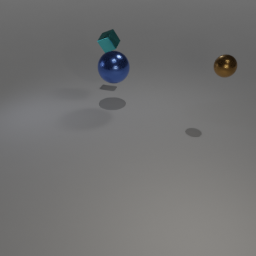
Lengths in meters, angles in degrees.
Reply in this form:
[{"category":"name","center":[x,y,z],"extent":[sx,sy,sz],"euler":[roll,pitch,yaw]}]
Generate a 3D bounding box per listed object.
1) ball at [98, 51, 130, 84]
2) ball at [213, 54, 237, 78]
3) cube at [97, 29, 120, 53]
[{"category":"ball","center":[-0.624,-2.643,12.195],"extent":[1.400,1.400,1.400],"euler":[0,30,0]},{"category":"ball","center":[3.000,-1.909,8.633],"extent":[0.700,0.700,0.700],"euler":[0,30,0]},{"category":"cube","center":[-0.910,-4.152,13.371],"extent":[0.700,0.700,0.700],"euler":[-6,47,35]}]
